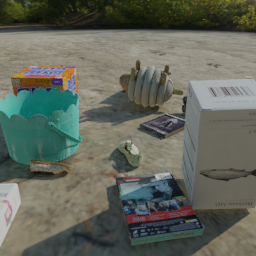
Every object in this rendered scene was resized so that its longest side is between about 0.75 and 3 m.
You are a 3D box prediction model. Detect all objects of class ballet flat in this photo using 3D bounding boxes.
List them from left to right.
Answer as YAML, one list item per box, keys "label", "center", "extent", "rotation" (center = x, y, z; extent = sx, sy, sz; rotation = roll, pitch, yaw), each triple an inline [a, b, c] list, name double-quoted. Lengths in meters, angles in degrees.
- label: "ballet flat"
  center: [0.084, 0.663, 8.680]
  extent: [0.515, 0.515, 1.481]
  rotation: [-9, 26, -19]

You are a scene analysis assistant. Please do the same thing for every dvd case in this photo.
- label: "dvd case"
  center: [0.618, 1.760, 6.585]
  extent: [1.559, 0.235, 2.136]
  rotation: [-5, 26, -11]
- label: "dvd case"
  center: [1.503, -0.130, 10.821]
  extent: [1.758, 0.140, 1.307]
  rotation: [-21, 32, -39]

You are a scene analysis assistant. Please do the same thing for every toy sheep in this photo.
- label: "toy sheep"
  center: [1.016, -1.872, 12.501]
  extent: [2.925, 2.017, 2.017]
  rotation: [15, 27, 12]

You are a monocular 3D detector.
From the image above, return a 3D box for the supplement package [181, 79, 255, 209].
- label: "supplement package"
  center: [2.159, 0.383, 6.440]
  extent: [1.540, 2.635, 1.546]
  rotation: [-2, 31, 2]

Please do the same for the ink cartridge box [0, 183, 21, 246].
- label: "ink cartridge box"
  center: [-3.041, 1.838, 5.957]
  extent: [1.028, 0.602, 1.422]
  rotation: [-1, 23, -2]

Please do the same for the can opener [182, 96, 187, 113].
- label: "can opener"
  center: [3.722, -0.965, 11.507]
  extent: [2.995, 0.788, 0.996]
  rotation: [4, -17, 18]

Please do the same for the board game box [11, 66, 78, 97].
- label: "board game box"
  center: [-3.189, -1.329, 11.257]
  extent: [1.940, 1.942, 1.941]
  rotation: [2, 25, 4]

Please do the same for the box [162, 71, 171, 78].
- label: "box"
  center: [1.171, -2.512, 14.550]
  extent: [1.558, 0.871, 2.208]
  rotation: [18, 23, 17]

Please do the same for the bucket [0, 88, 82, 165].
- label: "bucket"
  center: [-2.725, -0.120, 8.927]
  extent: [2.628, 1.710, 2.628]
  rotation: [0, 25, 0]

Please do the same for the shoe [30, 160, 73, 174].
- label: "shoe"
  center: [-2.164, 1.130, 7.924]
  extent: [1.240, 0.331, 0.434]
  rotation: [6, -9, 5]
